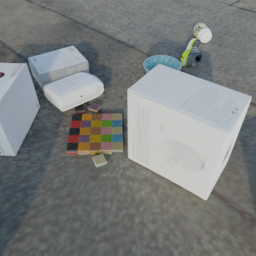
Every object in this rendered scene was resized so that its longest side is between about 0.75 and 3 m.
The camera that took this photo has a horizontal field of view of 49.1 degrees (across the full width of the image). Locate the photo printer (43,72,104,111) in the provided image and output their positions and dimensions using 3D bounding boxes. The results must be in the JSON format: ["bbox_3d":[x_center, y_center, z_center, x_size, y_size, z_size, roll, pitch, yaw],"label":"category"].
[{"bbox_3d":[-1.856,-1.362,9.858,1.821,0.632,1.515,-28,38,-26],"label":"photo printer"}]

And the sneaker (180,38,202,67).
[{"bbox_3d":[2.809,-3.151,11.936,0.751,0.686,1.856,23,55,13],"label":"sneaker"}]

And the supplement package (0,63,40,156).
[{"bbox_3d":[-4.348,-0.633,8.359,2.434,1.790,2.327,2,43,5],"label":"supplement package"}]

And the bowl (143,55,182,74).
[{"bbox_3d":[1.287,-2.106,10.686,1.416,0.741,1.416,0,43,0],"label":"bowl"}]

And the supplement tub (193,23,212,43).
[{"bbox_3d":[3.530,-4.496,13.251,0.665,0.665,0.917,-6,43,-7],"label":"supplement tub"}]

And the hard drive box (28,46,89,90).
[{"bbox_3d":[-2.695,-2.377,10.964,1.920,0.737,1.496,-21,47,-21],"label":"hard drive box"}]

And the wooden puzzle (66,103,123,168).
[{"bbox_3d":[-0.988,0.143,8.711,1.654,0.196,2.789,-1,43,-1],"label":"wooden puzzle"}]

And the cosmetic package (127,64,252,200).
[{"bbox_3d":[1.371,0.072,7.127,2.466,2.458,1.516,26,50,24],"label":"cosmetic package"}]
